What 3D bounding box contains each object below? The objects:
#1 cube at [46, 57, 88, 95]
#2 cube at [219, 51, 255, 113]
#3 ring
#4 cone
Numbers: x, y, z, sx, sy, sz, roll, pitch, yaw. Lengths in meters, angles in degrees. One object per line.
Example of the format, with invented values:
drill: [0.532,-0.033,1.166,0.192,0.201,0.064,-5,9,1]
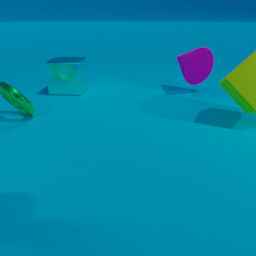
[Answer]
cube: [-2.211,-1.936,10.324,1.185,1.185,1.185,2,23,4]
cube: [3.266,-1.185,7.273,1.175,1.175,1.175,49,10,5]
ring: [-3.100,-0.797,7.738,1.259,1.259,0.252,20,65,39]
cone: [2.192,-2.456,10.362,1.350,1.350,1.355,-11,32,-25]
